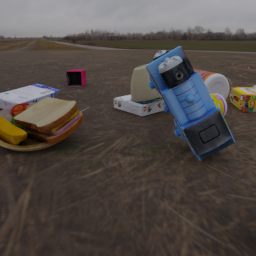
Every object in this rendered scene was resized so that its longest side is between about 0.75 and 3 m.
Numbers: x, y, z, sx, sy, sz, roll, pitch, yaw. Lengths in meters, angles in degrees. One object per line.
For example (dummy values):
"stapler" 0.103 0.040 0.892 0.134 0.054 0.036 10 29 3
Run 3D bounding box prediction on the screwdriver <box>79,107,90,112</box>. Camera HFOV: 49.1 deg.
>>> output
"screwdriver" -2.116 -0.277 9.837 0.398 0.415 2.854 5 17 24

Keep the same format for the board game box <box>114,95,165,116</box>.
"board game box" 1.001 -1.148 12.049 2.762 0.478 1.744 -16 25 -38

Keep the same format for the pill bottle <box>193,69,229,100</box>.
"pill bottle" 3.134 -1.883 12.658 1.466 1.466 2.613 -9 22 -23

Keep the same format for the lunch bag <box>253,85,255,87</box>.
"lunch bag" 6.825 -1.837 14.036 1.149 0.474 0.923 7 19 18

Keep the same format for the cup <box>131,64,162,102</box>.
"cup" 0.785 -1.869 11.050 1.627 1.163 1.627 -14 20 5

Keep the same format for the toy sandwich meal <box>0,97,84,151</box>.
"toy sandwich meal" -2.728 -0.311 8.184 2.716 0.930 2.716 0 36 0

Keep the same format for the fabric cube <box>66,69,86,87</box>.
"fabric cube" -3.056 -2.968 16.595 0.936 0.918 0.933 2 19 6

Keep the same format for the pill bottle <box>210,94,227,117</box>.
"pill bottle" 2.490 -0.611 9.766 1.907 0.994 0.994 -13 23 -34

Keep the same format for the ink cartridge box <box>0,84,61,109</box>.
"ink cartridge box" -4.373 -1.349 12.326 1.556 0.547 2.608 16 28 23

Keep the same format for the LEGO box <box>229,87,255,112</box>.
"LEGO box" 5.305 -1.249 12.010 1.342 0.695 1.802 1 19 2

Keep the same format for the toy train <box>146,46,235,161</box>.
"toy train" 1.552 -0.661 7.250 1.280 2.952 1.686 -29 13 4
